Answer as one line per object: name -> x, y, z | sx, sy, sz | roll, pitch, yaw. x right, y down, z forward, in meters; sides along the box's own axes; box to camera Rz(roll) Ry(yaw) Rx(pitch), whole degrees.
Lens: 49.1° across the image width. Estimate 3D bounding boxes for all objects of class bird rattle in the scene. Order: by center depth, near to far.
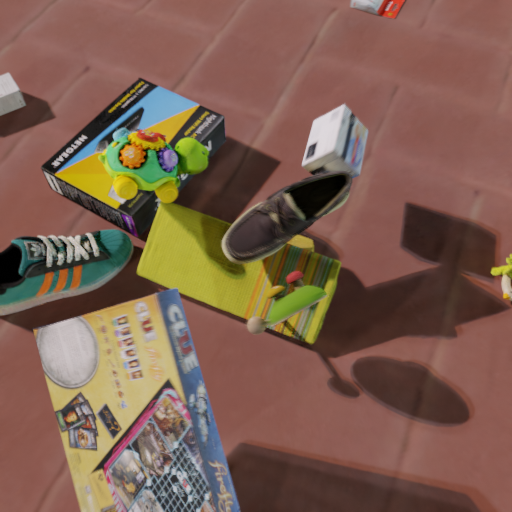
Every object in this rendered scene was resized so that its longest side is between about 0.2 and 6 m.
bird rattle -> 4.970, 0.487, 10.419 | 1.138, 0.641, 0.928 | 15, 70, -6

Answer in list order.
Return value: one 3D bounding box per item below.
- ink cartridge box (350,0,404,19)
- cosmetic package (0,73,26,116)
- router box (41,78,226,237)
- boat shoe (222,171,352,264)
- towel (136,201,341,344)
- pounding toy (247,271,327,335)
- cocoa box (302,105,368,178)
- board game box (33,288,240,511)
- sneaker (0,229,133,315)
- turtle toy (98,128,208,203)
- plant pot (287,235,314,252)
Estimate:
ink cartridge box -> 3.290, -6.929, 15.095 | 1.242, 0.311, 1.007 | 21, 60, 16
cosmetic package -> -6.081, -3.598, 12.872 | 1.262, 0.512, 0.712 | -29, 64, -18
router box -> -2.473, -2.176, 11.793 | 2.368, 0.811, 3.175 | 28, 62, 16
boat shoe -> 0.528, -0.777, 9.608 | 2.558, 0.829, 0.937 | -35, 81, -11
towel -> -0.356, 0.247, 10.179 | 3.581, 0.323, 1.541 | 20, 91, 12
pounding toy -> 0.453, 0.699, 9.081 | 1.021, 1.323, 0.614 | -20, 79, -54
cocoa box -> 1.491, -2.025, 10.483 | 0.788, 0.801, 1.200 | 37, 53, -30
board game box -> -1.648, 2.268, 7.590 | 2.188, 0.559, 3.230 | -16, 88, 23
sneaker -> -3.687, 0.124, 10.144 | 2.926, 1.169, 1.044 | -23, 61, -14
turtle toy -> -1.845, -1.735, 10.189 | 2.018, 1.020, 1.471 | 1, 34, -30
plant pot -> 0.715, 0.017, 10.500 | 0.741, 0.745, 0.763 | 19, 54, 12
